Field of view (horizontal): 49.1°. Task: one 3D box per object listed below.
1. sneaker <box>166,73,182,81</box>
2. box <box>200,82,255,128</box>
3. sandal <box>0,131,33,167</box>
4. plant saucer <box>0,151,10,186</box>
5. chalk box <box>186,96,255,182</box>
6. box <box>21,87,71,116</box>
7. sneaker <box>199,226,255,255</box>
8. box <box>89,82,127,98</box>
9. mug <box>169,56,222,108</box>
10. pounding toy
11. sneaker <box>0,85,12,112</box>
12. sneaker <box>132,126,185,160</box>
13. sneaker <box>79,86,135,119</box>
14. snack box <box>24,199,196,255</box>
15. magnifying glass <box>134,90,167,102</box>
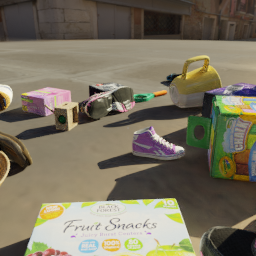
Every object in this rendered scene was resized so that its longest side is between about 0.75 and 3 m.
[{"bbox_3d":[2.542,-2.577,14.710,0.574,0.513,1.402,-18,17,-17],"label":"sneaker"},{"bbox_3d":[3.541,-0.567,8.519,2.193,1.144,1.623,-17,28,-39],"label":"box"},{"bbox_3d":[-3.181,0.455,6.592,2.357,0.963,0.643,22,51,30],"label":"sandal"},{"bbox_3d":[-3.653,1.140,4.987,2.958,0.524,2.958,0,21,0],"label":"plant saucer"},{"bbox_3d":[2.511,0.186,6.156,2.388,1.490,1.480,3,21,12],"label":"chalk box"},{"bbox_3d":[-2.989,-1.005,10.328,1.178,0.647,1.339,12,25,29],"label":"box"},{"bbox_3d":[2.146,1.502,3.062,2.695,1.285,1.065,11,25,29],"label":"sneaker"},{"bbox_3d":[-0.742,-1.343,11.160,1.176,0.672,1.291,-14,26,-35],"label":"box"},{"bbox_3d":[2.386,-1.624,10.512,1.552,1.891,1.515,-14,8,-12],"label":"mug"},{"bbox_3d":[-1.999,-0.412,8.561,0.637,0.825,0.896,7,22,16],"label":"pounding toy"},{"bbox_3d":[-5.734,-1.177,10.203,2.908,1.095,1.282,6,26,-12],"label":"sneaker"},{"bbox_3d":[0.738,0.345,6.765,1.293,0.737,0.469,4,20,7],"label":"sneaker"},{"bbox_3d":[-0.765,-0.995,10.001,2.296,0.922,0.991,-16,21,-42],"label":"sneaker"},{"bbox_3d":[-0.242,1.616,3.734,2.070,0.548,1.472,-1,21,-4],"label":"snack box"},{"bbox_3d":[0.933,-1.382,11.939,1.832,0.205,0.729,-14,25,-34],"label":"magnifying glass"}]
